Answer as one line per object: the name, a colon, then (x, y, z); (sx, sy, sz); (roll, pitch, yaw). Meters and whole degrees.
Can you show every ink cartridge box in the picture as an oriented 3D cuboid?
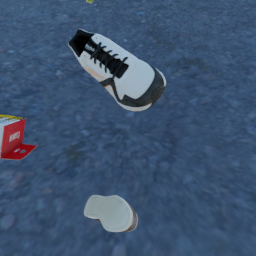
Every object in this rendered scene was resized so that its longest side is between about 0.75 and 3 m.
ink cartridge box: (-2.309, 0.103, 4.970); (1.205, 0.575, 1.372); (9, 6, -8)

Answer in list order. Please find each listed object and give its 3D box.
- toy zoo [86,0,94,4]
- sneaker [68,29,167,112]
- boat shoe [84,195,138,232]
toy zoo: (-0.707, -4.035, 6.968); (0.170, 1.659, 1.089); (0, 83, -28)
sneaker: (-0.376, -1.283, 5.942); (1.050, 1.140, 2.850); (-54, 48, 1)
boat shoe: (-0.226, 1.385, 4.482); (0.432, 1.452, 0.521); (32, 68, -24)
